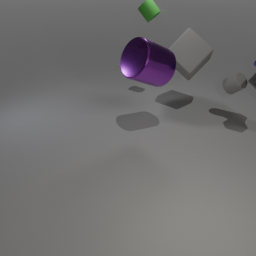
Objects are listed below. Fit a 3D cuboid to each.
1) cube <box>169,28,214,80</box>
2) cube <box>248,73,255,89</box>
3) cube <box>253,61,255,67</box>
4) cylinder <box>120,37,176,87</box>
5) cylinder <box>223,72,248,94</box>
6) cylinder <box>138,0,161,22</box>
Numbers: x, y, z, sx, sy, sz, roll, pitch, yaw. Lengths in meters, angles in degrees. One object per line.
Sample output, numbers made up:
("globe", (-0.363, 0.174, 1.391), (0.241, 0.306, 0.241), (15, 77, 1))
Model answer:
("cube", (2.639, -3.149, 12.150), (1.400, 1.400, 1.400), (45, 5, 9))
("cube", (4.793, -1.648, 9.742), (0.700, 0.700, 0.700), (41, 7, -7))
("cube", (5.109, -2.365, 10.003), (0.700, 0.700, 0.700), (-49, 11, -15))
("cylinder", (0.691, -2.226, 9.616), (1.400, 1.400, 1.400), (8, 18, -41))
("cylinder", (4.399, -1.831, 11.523), (0.700, 0.700, 0.700), (-19, -6, -31))
("cylinder", (0.894, -4.960, 11.797), (0.700, 0.700, 0.700), (-38, 9, 7))
